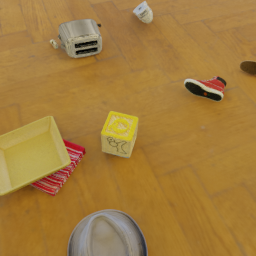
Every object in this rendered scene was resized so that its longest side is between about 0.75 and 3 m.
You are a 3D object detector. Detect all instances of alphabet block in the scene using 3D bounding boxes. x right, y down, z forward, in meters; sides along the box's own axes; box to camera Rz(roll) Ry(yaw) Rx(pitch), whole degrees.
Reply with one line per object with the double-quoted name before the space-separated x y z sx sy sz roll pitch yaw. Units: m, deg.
"alphabet block" -0.285 0.240 9.812 1.084 1.110 1.090 13 54 5

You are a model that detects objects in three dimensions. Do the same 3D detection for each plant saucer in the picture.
"plant saucer" -3.297 0.945 9.474 2.384 0.578 2.385 -24 52 -11

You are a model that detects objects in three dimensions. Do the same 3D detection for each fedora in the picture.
"fedora" -0.571 3.208 7.539 2.219 1.133 2.509 -11 53 -8

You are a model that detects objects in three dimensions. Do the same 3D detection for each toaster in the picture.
"toaster" -2.125 -4.221 13.224 2.215 1.259 1.431 -14 57 -15

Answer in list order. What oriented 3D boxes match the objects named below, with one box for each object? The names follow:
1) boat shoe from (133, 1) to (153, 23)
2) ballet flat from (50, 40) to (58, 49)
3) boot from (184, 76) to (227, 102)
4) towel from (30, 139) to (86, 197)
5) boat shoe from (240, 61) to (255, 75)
"boat shoe" 0.883 -6.059 14.778 0.862 0.787 2.395 -36 27 12
"ballet flat" -3.644 -4.197 13.808 0.298 0.252 0.787 -28 57 -19
"boot" 3.278 -1.889 11.833 1.689 0.612 1.218 22 55 7
"towel" -2.542 1.221 9.651 1.447 0.225 2.001 21 56 17
"boat shoe" 5.818 -2.620 12.473 1.646 0.587 0.531 17 19 14
